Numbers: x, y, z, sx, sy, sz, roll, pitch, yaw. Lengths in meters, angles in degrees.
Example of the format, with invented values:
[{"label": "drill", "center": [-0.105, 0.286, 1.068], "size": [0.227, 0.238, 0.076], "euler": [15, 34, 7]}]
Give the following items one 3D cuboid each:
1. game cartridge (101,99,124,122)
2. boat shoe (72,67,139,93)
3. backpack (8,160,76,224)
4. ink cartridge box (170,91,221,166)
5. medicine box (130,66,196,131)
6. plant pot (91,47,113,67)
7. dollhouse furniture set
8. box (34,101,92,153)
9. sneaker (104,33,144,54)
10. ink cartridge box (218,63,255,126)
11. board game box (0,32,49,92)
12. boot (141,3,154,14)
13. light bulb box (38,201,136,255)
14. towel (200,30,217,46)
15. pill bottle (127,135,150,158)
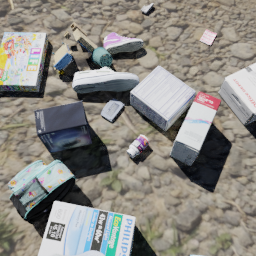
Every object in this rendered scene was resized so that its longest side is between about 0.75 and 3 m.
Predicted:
[{"label": "game cartridge", "center": [-0.673, -0.766, 11.730], "size": [0.641, 0.200, 0.962], "euler": [30, 68, 18]}, {"label": "boat shoe", "center": [-0.963, -2.165, 11.894], "size": [2.860, 1.052, 0.955], "euler": [-4, 66, -1]}, {"label": "backpack", "center": [-2.861, 2.002, 9.525], "size": [2.058, 1.809, 1.577], "euler": [-33, 72, -19]}, {"label": "ink cartridge box", "center": [2.504, 0.047, 10.524], "size": [0.936, 1.647, 2.260], "euler": [25, 67, 12]}, {"label": "medicine box", "center": [1.390, -1.225, 11.470], "size": [1.974, 1.016, 1.798], "euler": [40, 71, 16]}, {"label": "plant pot", "center": [-1.087, -3.041, 12.216], "size": [0.819, 0.819, 0.802], "euler": [-27, 35, -12]}, {"label": "dollhouse furniture set", "center": [-2.507, -3.429, 12.864], "size": [1.934, 1.262, 1.826], "euler": [-40, 43, 15]}, {"label": "box", "center": [-2.356, 0.004, 10.477], "size": [1.745, 1.759, 1.084], "euler": [-13, 65, -6]}, {"label": "sneaker", "center": [-0.233, -4.106, 13.058], "size": [1.834, 0.665, 1.046], "euler": [-8, 62, -4]}, {"label": "ink cartridge box", "center": [5.448, -1.581, 11.591], "size": [2.657, 1.101, 1.950], "euler": [-25, 67, -11]}, {"label": "board game box", "center": [-4.809, -3.021, 12.602], "size": [1.974, 0.502, 2.936], "euler": [1, 65, 1]}, {"label": "boot", "center": [0.969, -6.132, 14.208], "size": [0.360, 0.277, 0.753], "euler": [35, 70, 8]}, {"label": "light bulb box", "center": [-1.237, 3.909, 8.694], "size": [2.630, 1.641, 2.606], "euler": [9, 65, 4]}, {"label": "towel", "center": [3.868, -4.358, 13.459], "size": [0.590, 0.121, 0.807], "euler": [27, 68, 13]}, {"label": "pill bottle", "center": [0.379, 0.731, 10.835], "size": [0.498, 0.498, 0.894], "euler": [40, 70, 17]}]
